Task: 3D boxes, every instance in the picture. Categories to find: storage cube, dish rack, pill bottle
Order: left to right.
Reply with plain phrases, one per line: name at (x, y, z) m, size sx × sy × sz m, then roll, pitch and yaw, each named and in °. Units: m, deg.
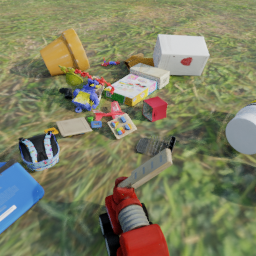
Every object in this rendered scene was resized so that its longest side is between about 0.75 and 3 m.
storage cube at (1.097, -0.792, 11.485) m, size 0.744 × 0.708 × 0.828 m, roll -18°, pitch 39°, yaw -24°
dish rack at (0.976, 0.605, 9.834) m, size 1.282 × 0.350 × 0.983 m, roll 11°, pitch 36°, yaw 15°
pill bottle at (4.823, -0.254, 9.925) m, size 2.815 × 1.609 × 1.609 m, roll -28°, pitch 44°, yaw -34°

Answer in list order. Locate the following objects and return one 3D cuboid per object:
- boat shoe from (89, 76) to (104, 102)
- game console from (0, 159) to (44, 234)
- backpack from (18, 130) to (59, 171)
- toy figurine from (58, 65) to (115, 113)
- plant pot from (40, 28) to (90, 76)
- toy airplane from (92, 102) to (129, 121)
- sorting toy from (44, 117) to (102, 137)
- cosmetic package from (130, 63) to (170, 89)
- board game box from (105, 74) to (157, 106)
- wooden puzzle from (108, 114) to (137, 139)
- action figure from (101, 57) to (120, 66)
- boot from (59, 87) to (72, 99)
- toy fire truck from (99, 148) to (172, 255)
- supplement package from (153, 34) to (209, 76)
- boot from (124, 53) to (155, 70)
boat shoe at (-1.564, -2.013, 13.256) m, size 0.782 × 0.648 × 2.176 m, roll 0°, pitch 35°, yaw 1°
game console at (-4.016, 2.084, 7.840) m, size 2.092 × 1.450 × 2.450 m, roll 44°, pitch 47°, yaw 5°
backpack at (-2.776, 0.848, 8.981) m, size 1.245 × 0.918 × 1.364 m, roll -15°, pitch 37°, yaw -21°
toy figurine at (-2.063, -1.474, 11.934) m, size 2.658 × 1.402 × 1.593 m, roll 19°, pitch 82°, yaw 24°
plant pot at (-3.395, -3.779, 14.682) m, size 2.030 × 2.217 × 2.217 m, roll -25°, pitch 40°, yaw -8°
toy airplane at (-0.709, -0.541, 11.380) m, size 1.567 × 0.288 × 1.567 m, roll 10°, pitch 39°, yaw -8°
sorting toy at (-2.083, 0.011, 10.698) m, size 2.161 × 0.294 × 1.217 m, roll -11°, pitch 32°, yaw -22°
cosmetic package at (1.077, -2.636, 14.134) m, size 1.827 × 0.668 × 0.946 m, roll 23°, pitch 42°, yaw 28°
board game box at (0.163, -1.840, 13.206) m, size 1.598 × 0.421 × 2.088 m, roll 23°, pitch 41°, yaw 29°
wooden puzzle at (-0.215, -0.102, 10.482) m, size 0.873 × 0.202 × 0.809 m, roll -26°, pitch 65°, yaw -17°
action figure at (-1.022, -3.824, 15.960) m, size 1.081 × 0.535 × 0.353 m, roll -18°, pitch 39°, yaw -20°
boot at (-2.905, -1.591, 13.041) m, size 0.645 × 0.257 × 0.783 m, roll -6°, pitch 40°, yaw -6°
toy fire truck at (0.302, 1.901, 6.088) m, size 1.630 × 2.534 × 2.230 m, roll -11°, pitch 36°, yaw -14°
supplement package at (2.683, -3.749, 14.512) m, size 2.448 × 1.484 × 1.466 m, roll 0°, pitch 57°, yaw -7°
boot at (0.729, -3.458, 15.474) m, size 1.293 × 0.636 × 1.807 m, roll -36°, pitch 56°, yaw -23°
